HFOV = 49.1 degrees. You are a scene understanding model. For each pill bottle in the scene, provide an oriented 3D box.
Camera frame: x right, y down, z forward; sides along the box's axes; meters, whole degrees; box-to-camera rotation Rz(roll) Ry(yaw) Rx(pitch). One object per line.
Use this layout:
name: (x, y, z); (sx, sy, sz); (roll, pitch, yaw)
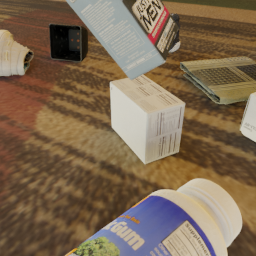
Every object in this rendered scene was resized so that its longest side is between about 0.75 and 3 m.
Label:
pill bottle: (0.336, 1.589, 3.427); (2.368, 1.327, 1.327); (-27, 42, -34)

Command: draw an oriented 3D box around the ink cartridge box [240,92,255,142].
ink cartridge box: (4.274, -0.321, 6.491); (2.625, 1.095, 1.905); (-21, 39, -29)

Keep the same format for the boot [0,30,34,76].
boot: (-4.215, -2.739, 10.373); (1.414, 1.088, 2.960); (1, 41, -10)

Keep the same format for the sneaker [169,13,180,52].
sneaker: (1.204, -3.668, 11.048); (1.075, 1.621, 2.848); (21, 39, 28)

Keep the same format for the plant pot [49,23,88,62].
plant pot: (-2.216, -3.412, 11.110); (1.318, 1.321, 1.172); (9, 22, 14)

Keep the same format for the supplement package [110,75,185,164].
supplement package: (0.354, -0.250, 6.234); (0.903, 1.269, 1.629); (-16, 37, -23)

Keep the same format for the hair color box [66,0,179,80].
hair color box: (-0.187, -1.497, 3.052); (0.530, 1.747, 0.865); (-23, 31, 38)

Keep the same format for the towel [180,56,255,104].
towel: (3.410, -1.566, 9.080); (2.856, 0.493, 2.750); (-7, 37, -14)
